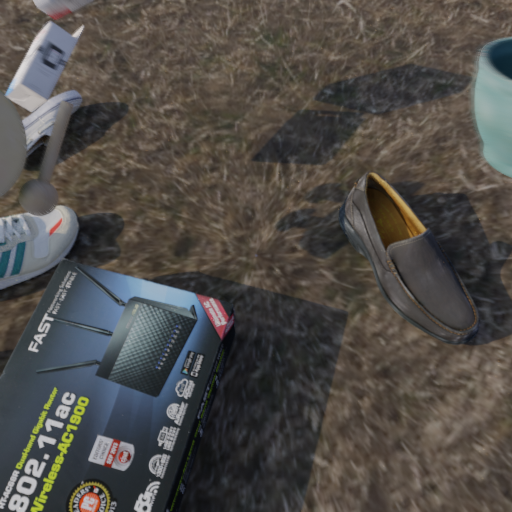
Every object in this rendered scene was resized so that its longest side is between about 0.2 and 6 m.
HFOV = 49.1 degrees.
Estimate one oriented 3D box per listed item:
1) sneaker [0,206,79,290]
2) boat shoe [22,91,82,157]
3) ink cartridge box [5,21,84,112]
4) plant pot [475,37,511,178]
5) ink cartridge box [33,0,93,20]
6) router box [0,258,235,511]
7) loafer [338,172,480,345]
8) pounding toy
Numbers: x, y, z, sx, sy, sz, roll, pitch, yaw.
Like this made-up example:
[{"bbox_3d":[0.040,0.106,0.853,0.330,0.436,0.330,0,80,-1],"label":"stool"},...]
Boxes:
[{"bbox_3d":[-4.200,-0.159,8.937,2.766,1.293,0.974,-29,63,-15],"label":"sneaker"},{"bbox_3d":[-4.019,-2.388,10.693,0.692,0.703,1.983,48,64,-5],"label":"boat shoe"},{"bbox_3d":[-3.155,-2.912,8.360,0.456,0.792,1.368,30,71,-32],"label":"ink cartridge box"},{"bbox_3d":[3.350,-1.597,6.453,1.819,1.218,1.819,2,42,-1],"label":"plant pot"},{"bbox_3d":[-2.619,-4.144,8.258,1.407,1.033,0.583,-26,104,1],"label":"ink cartridge box"},{"bbox_3d":[-2.066,2.042,7.744,2.715,1.126,3.623,13,61,8],"label":"router box"},{"bbox_3d":[2.419,0.003,8.935,1.140,1.132,3.131,-29,65,-17],"label":"loafer"},{"bbox_3d":[-3.560,-1.402,6.999,2.147,0.996,1.657,7,98,-31],"label":"pounding toy"}]
